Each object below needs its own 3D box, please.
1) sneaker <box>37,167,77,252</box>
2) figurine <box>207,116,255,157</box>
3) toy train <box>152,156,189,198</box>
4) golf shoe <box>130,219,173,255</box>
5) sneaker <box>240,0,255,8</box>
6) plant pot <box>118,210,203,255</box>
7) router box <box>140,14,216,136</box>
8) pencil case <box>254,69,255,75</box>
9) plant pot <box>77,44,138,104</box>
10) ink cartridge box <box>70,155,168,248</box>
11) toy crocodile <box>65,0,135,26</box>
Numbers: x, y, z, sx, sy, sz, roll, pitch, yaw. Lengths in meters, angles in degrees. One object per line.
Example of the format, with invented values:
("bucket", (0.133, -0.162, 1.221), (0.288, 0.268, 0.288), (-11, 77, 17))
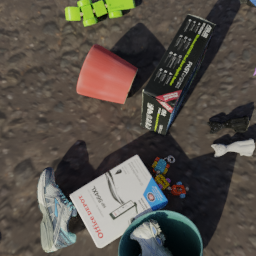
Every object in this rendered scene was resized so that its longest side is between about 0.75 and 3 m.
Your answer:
("sneaker", (-1.880, 2.138, 7.644), (0.951, 0.855, 2.203), (-9, 78, -5))
("figurine", (3.107, 0.286, 8.563), (1.202, 0.530, 1.232), (-7, 69, 6))
("toy train", (1.154, 1.455, 8.149), (0.978, 0.362, 1.302), (3, 55, -27))
("golf shoe", (0.667, 3.147, 6.737), (0.854, 0.688, 1.757), (-25, 78, -4))
("sneaker", (3.200, -3.990, 6.952), (0.969, 2.526, 1.405), (-48, 43, 1))
("plant pot", (0.887, 3.189, 6.595), (1.888, 1.515, 1.888), (-13, 33, 9))
("router box", (1.412, -1.459, 8.296), (0.908, 2.191, 2.924), (26, 71, 11))
("pencil case", (4.788, -2.640, 9.505), (0.847, 0.831, 1.980), (11, 69, 2))
("plant pot", (-0.584, -1.579, 8.744), (1.495, 1.690, 1.690), (21, 69, -1))
("ink cartridge box", (-0.248, 1.979, 7.608), (2.138, 0.901, 1.560), (-31, 71, -12))
("toy crocodile", (-0.997, -4.373, 10.270), (2.634, 0.813, 0.889), (-20, 110, -9))
